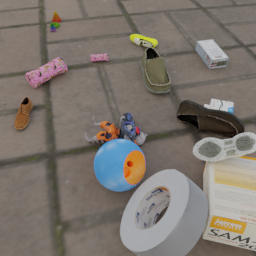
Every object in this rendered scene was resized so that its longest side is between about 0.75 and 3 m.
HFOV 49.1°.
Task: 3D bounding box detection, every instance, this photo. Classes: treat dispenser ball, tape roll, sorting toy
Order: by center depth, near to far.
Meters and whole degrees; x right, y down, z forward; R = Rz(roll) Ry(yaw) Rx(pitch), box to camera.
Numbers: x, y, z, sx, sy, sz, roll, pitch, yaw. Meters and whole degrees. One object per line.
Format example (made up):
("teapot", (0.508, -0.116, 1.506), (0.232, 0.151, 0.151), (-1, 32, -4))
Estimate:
("tape roll", (0.831, 2.144, 6.950), (0.741, 2.243, 2.243), (41, 44, -20))
("treat dispenser ball", (-0.239, 1.104, 8.379), (1.559, 1.559, 1.559), (0, 46, 0))
("sorting toy", (-4.231, -6.171, 16.102), (0.589, 0.585, 1.700), (-1, 45, -1))

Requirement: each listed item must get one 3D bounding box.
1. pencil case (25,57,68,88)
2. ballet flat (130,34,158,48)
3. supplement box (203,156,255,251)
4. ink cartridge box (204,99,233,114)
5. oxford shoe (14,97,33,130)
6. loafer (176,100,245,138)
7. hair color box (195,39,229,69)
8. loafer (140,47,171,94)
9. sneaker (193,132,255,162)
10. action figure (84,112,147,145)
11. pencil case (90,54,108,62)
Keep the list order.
("pencil case", (-3.588, -2.444, 12.371), (1.845, 0.798, 0.764), (-37, 84, -30))
("ballet flat", (0.762, -4.491, 14.546), (1.568, 0.524, 0.526), (17, 58, 13))
("supplement box", (2.958, 1.869, 7.696), (1.657, 0.967, 2.630), (10, 34, 10))
("ink cartridge box", (3.556, -0.785, 11.026), (1.070, 0.363, 0.621), (11, 47, 10))
("oxford shoe", (-4.042, -0.574, 10.708), (0.551, 0.551, 1.546), (-1, 48, -3))
("loafer", (2.867, -0.162, 10.146), (2.551, 0.931, 0.910), (23, 55, 31))
("hair color box", (4.056, -3.622, 13.653), (0.883, 0.541, 1.784), (-9, 46, -9))
("loafer", (1.138, -2.583, 12.321), (1.075, 0.996, 2.859), (-10, 47, -10))
("sneaker", (2.851, 0.643, 8.134), (1.852, 0.920, 0.721), (-9, 73, 28))
("action figure", (-0.342, 0.145, 9.949), (2.045, 1.106, 2.114), (12, 21, 2))
("pencil case", (-1.392, -3.404, 13.579), (0.870, 0.360, 0.376), (-4, 3, -4))
